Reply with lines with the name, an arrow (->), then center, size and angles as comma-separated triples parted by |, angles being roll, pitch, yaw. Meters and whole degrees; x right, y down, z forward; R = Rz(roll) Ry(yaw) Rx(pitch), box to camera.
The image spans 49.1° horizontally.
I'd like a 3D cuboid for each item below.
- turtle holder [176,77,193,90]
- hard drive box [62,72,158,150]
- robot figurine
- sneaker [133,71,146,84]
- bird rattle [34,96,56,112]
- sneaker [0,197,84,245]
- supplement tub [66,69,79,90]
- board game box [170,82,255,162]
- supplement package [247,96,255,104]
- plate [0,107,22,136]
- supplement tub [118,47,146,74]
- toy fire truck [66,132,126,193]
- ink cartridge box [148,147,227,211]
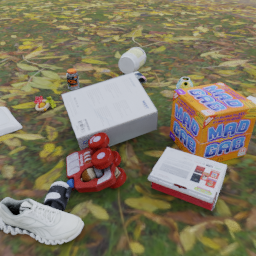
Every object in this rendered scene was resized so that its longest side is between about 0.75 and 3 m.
turtle holder -> 2.620, -1.909, 13.096 | 0.817, 0.763, 1.075 | 18, 38, 25
hard drive box -> -0.659, -0.565, 9.909 | 2.798, 1.074, 2.181 | -19, 54, -10
robot figurine -> -1.890, 1.891, 7.535 | 0.718, 0.596, 0.955 | 6, 34, 0
sneaker -> 0.131, -2.213, 13.703 | 1.840, 0.646, 0.755 | -33, 60, -31
bird rattle -> -3.681, -1.047, 12.078 | 0.988, 0.557, 0.806 | 7, 50, 15
sneaker -> -2.160, 2.207, 6.812 | 2.161, 0.876, 0.812 | 6, 32, 7
supplement tub -> -2.684, -2.370, 13.638 | 0.572, 0.933, 0.572 | -1, 33, 0
board game box -> 2.746, -0.172, 9.412 | 1.927, 1.926, 1.926 | -11, 34, -16
supplement package -> 4.966, -0.795, 11.535 | 1.056, 0.632, 0.640 | -26, 42, -34
plate -> -5.474, -0.204, 10.923 | 2.042, 0.331, 2.047 | -22, 40, -31
supplement tub -> 0.237, -3.713, 15.474 | 1.139, 1.139, 1.571 | 14, 36, 20
toy fire truck -> -1.073, 1.180, 8.368 | 1.655, 1.105, 1.970 | -27, 35, 4
ink cartridge box -> 1.645, 1.503, 7.932 | 1.839, 0.771, 1.614 | 17, 37, 24
